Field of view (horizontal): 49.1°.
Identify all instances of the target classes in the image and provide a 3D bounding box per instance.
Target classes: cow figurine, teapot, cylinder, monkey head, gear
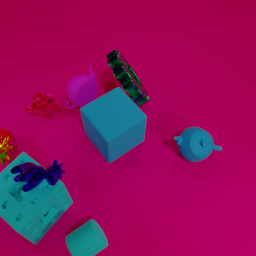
[{"bbox_3d":[-3.537,0.393,7.604,1.431,1.455,0.798,18,100,11],"label":"cow figurine"},{"bbox_3d":[-1.534,-1.317,9.246,0.839,1.065,1.713,30,85,39],"label":"teapot"},{"bbox_3d":[-1.991,1.000,6.274,0.982,0.548,0.998,-27,34,-33],"label":"cow figurine"},{"bbox_3d":[-0.961,2.650,6.573,0.719,0.719,0.719,-34,62,-3],"label":"cylinder"},{"bbox_3d":[1.942,0.450,8.013,1.644,0.805,1.022,12,82,-16],"label":"teapot"},{"bbox_3d":[-2.599,-0.660,8.669,1.127,0.679,0.810,-7,55,-23],"label":"monkey head"},{"bbox_3d":[0.025,-1.591,8.901,0.356,1.925,1.925,-33,58,14],"label":"gear"}]

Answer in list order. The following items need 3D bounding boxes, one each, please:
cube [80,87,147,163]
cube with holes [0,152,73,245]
[{"bbox_3d":[-0.411,-0.076,8.174,1.345,1.345,1.345,-32,64,-19],"label":"cube"},{"bbox_3d":[-2.451,1.758,6.971,1.375,1.375,1.375,32,63,19],"label":"cube with holes"}]
